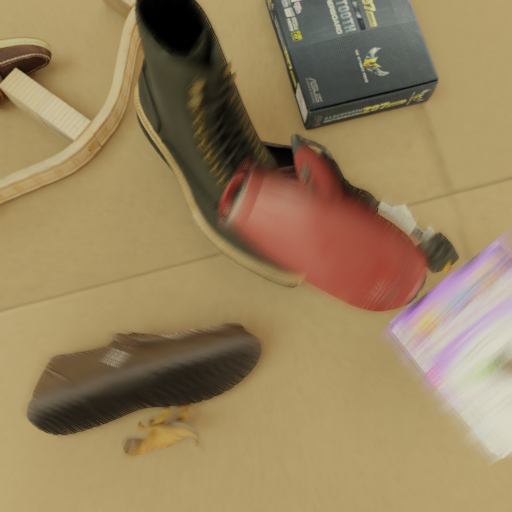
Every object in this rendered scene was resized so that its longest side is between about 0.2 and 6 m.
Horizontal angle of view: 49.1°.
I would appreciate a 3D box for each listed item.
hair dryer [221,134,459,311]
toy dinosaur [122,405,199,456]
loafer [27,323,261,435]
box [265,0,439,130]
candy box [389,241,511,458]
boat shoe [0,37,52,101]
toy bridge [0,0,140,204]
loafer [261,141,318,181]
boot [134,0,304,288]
[{"bbox_3d":[0.771,-0.427,6.323,2.677,3.515,0.955,40,111,21],"label":"hair dryer"},{"bbox_3d":[-1.072,2.226,7.150,1.549,0.468,0.823,-27,43,35],"label":"toy dinosaur"},{"bbox_3d":[-1.428,1.319,7.144,2.968,1.084,1.054,-13,50,-7],"label":"loafer"},{"bbox_3d":[1.381,-3.360,8.529,2.001,0.647,2.538,-14,78,-4],"label":"box"},{"bbox_3d":[2.388,0.924,5.632,1.360,0.580,1.621,-37,71,1],"label":"candy box"},{"bbox_3d":[-4.019,-2.557,8.334,2.178,0.786,0.784,-18,86,-1],"label":"boat shoe"},{"bbox_3d":[-2.990,-2.078,8.239,1.589,0.643,4.726,35,79,7],"label":"toy bridge"},{"bbox_3d":[0.056,-1.431,8.107,1.810,0.570,0.651,2,83,0],"label":"loafer"},{"bbox_3d":[-0.329,-1.246,6.516,1.344,2.401,3.471,-42,85,-15],"label":"boot"}]
